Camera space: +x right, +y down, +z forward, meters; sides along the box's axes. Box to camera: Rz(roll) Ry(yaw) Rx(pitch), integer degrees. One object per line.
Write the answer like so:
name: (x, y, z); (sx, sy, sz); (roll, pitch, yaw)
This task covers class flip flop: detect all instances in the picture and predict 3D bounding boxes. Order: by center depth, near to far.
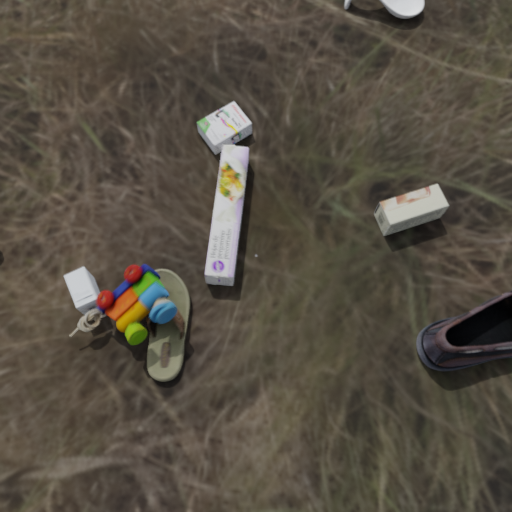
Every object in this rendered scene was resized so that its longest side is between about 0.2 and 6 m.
flip flop: (-1.622, 1.182, 9.859); (0.811, 0.576, 1.999); (0, 73, 5)

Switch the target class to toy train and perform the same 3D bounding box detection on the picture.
toy train: (-2.250, 1.113, 9.515); (1.846, 0.781, 1.068); (-43, 57, 0)

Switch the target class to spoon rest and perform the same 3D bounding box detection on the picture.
spoon rest: (2.859, -5.680, 12.410); (1.725, 0.523, 0.857); (6, 70, 3)

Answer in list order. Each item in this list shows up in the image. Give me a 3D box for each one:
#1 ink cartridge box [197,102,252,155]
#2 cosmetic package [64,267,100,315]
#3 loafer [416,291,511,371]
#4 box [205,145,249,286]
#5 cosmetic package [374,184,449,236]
ink cartridge box: (-0.633, -2.597, 11.351); (0.920, 0.386, 0.666); (-33, 73, -11)
cosmetic package: (-3.055, 0.652, 10.018); (0.412, 0.668, 0.670); (-24, 72, -8)
loafer: (4.445, 1.160, 9.630); (3.309, 1.042, 1.189); (-18, 71, -6)
box: (-0.537, -0.804, 10.611); (0.525, 0.562, 2.713); (6, 71, 1)
cosmetic package: (2.918, -0.865, 10.606); (1.192, 0.616, 0.520); (-17, 71, -7)
